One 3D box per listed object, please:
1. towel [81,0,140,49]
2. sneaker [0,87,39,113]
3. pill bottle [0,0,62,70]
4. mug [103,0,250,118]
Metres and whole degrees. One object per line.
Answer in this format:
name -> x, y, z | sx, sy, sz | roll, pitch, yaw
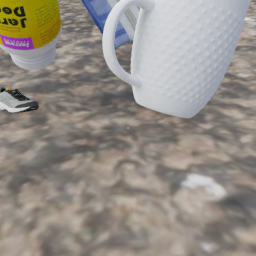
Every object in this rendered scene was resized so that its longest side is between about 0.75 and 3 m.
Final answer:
towel -> 0.090, -3.267, 7.105 | 2.591, 1.903, 0.308 | -36, 6, -25
sneaker -> -2.345, -0.583, 5.819 | 1.253, 0.497, 0.463 | 12, 16, 33
pill bottle -> -2.148, -2.491, 5.581 | 1.513, 2.903, 1.513 | 2, 62, -5
mug -> 0.484, -0.986, 3.505 | 1.736, 1.522, 1.282 | 7, 14, -33
